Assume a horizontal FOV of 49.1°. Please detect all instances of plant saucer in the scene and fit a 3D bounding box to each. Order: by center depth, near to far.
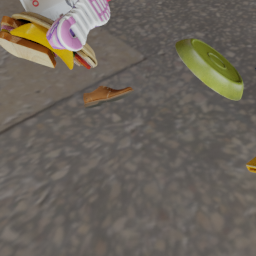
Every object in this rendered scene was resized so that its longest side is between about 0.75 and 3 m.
[{"bbox_3d":[2.319,-1.715,7.634,2.335,0.363,2.335,26,36,-21],"label":"plant saucer"}]

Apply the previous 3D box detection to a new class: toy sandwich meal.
[{"bbox_3d":[-1.925,-1.897,6.777,2.454,2.454,0.841,24,86,20],"label":"toy sandwich meal"}]

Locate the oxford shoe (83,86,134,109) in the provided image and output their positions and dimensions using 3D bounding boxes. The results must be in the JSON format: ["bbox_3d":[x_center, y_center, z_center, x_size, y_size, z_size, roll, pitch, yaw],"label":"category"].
[{"bbox_3d":[-0.463,-0.807,6.492,1.216,0.434,0.433,-13,84,1],"label":"oxford shoe"}]

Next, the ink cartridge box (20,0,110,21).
[{"bbox_3d":[-1.797,-4.134,7.666,2.644,1.102,1.920,-29,89,-6],"label":"ink cartridge box"}]

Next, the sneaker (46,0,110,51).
[{"bbox_3d":[-0.989,-2.085,5.445,0.757,0.689,1.713,-3,44,40],"label":"sneaker"}]

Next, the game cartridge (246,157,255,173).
[{"bbox_3d":[3.477,0.535,5.952,1.468,1.294,0.238,-31,96,-11],"label":"game cartridge"}]
